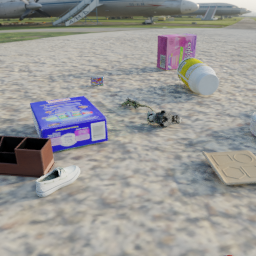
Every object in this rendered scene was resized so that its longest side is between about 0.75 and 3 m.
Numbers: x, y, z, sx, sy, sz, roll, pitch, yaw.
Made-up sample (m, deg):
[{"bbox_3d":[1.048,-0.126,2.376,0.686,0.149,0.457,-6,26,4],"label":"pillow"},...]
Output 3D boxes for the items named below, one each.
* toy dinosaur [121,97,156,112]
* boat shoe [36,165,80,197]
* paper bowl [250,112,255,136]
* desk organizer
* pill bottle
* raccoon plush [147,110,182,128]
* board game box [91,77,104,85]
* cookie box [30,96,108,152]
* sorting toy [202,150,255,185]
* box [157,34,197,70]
[{"bbox_3d":[0.354,-1.091,13.036,1.823,0.433,0.803,18,4,31],"label":"toy dinosaur"},{"bbox_3d":[-1.935,1.374,7.948,0.557,0.506,1.515,15,29,28],"label":"boat shoe"},{"bbox_3d":[5.798,-0.239,10.741,1.987,1.033,1.987,-1,26,1],"label":"paper bowl"},{"bbox_3d":[-3.569,0.837,8.582,2.403,0.925,0.862,3,26,6],"label":"desk organizer"},{"bbox_3d":[3.882,-2.846,15.545,1.548,1.548,2.754,-5,29,-10],"label":"pill bottle"},{"bbox_3d":[1.437,-0.330,11.753,1.415,0.684,0.948,19,-7,-39],"label":"raccoon plush"},{"bbox_3d":[-1.823,-2.801,16.667,0.754,0.507,0.169,0,5,1],"label":"board game box"},{"bbox_3d":[-2.329,-0.266,10.763,2.337,1.027,2.732,-11,28,-22],"label":"cookie box"},{"bbox_3d":[3.360,1.217,8.569,1.805,0.329,1.671,1,25,-8],"label":"sorting toy"},{"bbox_3d":[3.522,-5.559,20.351,2.611,2.297,1.262,-12,27,-25],"label":"box"}]
